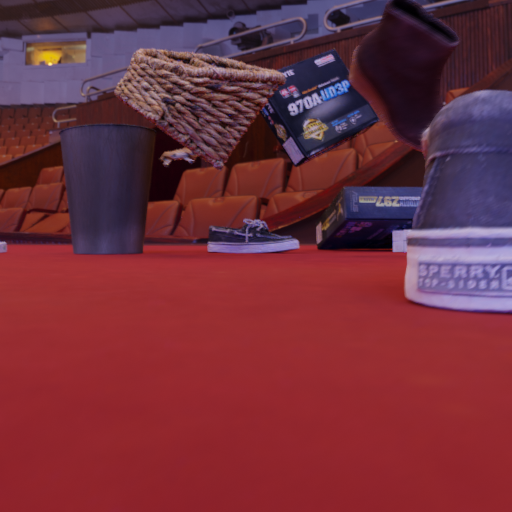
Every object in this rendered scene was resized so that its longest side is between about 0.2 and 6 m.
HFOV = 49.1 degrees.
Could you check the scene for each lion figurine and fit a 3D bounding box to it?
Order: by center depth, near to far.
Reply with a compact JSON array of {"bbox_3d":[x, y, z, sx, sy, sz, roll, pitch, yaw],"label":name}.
[{"bbox_3d":[-1.733,-2.189,12.279,1.042,0.378,0.638,-5,23,-29],"label":"lion figurine"}]

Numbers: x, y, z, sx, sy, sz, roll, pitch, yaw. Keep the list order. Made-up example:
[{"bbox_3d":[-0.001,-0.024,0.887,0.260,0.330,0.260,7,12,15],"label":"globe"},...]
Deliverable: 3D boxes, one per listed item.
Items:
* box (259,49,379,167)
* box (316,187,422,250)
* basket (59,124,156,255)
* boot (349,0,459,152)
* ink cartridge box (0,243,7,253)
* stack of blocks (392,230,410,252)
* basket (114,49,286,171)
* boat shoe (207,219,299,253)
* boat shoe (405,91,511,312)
[{"bbox_3d":[1.209,-3.057,11.448,2.320,1.844,0.534,-30,-2,-32],"label":"box"},{"bbox_3d":[3.245,-0.894,14.722,2.771,0.896,3.514,-1,-11,-6],"label":"box"},{"bbox_3d":[-2.967,-1.243,11.190,2.182,2.420,1.646,2,2,36],"label":"basket"},{"bbox_3d":[2.390,-2.451,8.025,2.211,0.800,1.839,37,-16,0],"label":"boot"},{"bbox_3d":[-6.017,-0.152,11.954,0.828,0.258,1.030,1,6,16],"label":"ink cartridge box"},{"bbox_3d":[4.092,-0.352,13.060,1.757,0.515,1.012,0,0,17],"label":"stack of blocks"},{"bbox_3d":[-1.013,-2.631,8.451,1.633,1.704,2.287,32,7,-36],"label":"basket"},{"bbox_3d":[-0.087,-0.425,12.171,2.138,0.730,0.789,1,2,31],"label":"boat shoe"},{"bbox_3d":[1.531,-0.298,3.145,1.010,0.954,2.815,1,2,36],"label":"boat shoe"}]
